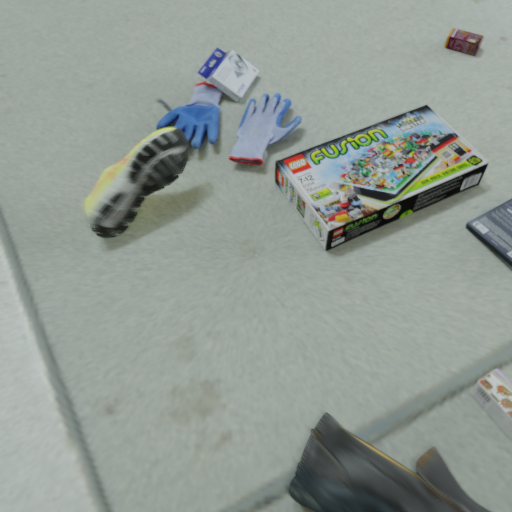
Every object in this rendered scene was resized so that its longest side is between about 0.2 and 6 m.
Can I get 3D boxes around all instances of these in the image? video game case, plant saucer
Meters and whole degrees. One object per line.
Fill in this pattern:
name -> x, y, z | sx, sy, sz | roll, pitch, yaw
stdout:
video game case -> 5.009, -0.546, 10.336 | 1.808, 0.171, 1.291 | -26, 53, -16
plant saucer -> -0.070, -2.145, 11.604 | 0.609, 0.153, 0.609 | 0, 54, 0

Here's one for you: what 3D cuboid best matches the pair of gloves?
pair of gloves -> -0.554, -2.887, 11.932 | 2.935, 0.334, 2.359 | 11, 53, 12

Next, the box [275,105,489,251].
box -> 2.399, -1.615, 10.919 | 3.620, 0.628, 1.992 | -23, 57, -16

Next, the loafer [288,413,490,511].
loafer -> 2.139, 3.014, 7.057 | 3.338, 1.215, 1.207 | 16, 74, 10

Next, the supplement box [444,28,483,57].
supplement box -> 5.088, -5.246, 13.736 | 0.790, 0.338, 0.436 | 24, 57, 16

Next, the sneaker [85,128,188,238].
sneaker -> -2.305, -1.508, 10.324 | 2.439, 0.953, 1.101 | -45, 42, -6

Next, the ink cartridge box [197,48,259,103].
ink cartridge box -> -0.616, -4.190, 12.739 | 1.128, 0.229, 1.125 | 33, 56, -10

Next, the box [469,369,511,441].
box -> 3.997, 2.626, 7.967 | 0.421, 0.451, 2.176 | -27, 57, -18
